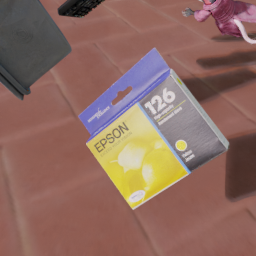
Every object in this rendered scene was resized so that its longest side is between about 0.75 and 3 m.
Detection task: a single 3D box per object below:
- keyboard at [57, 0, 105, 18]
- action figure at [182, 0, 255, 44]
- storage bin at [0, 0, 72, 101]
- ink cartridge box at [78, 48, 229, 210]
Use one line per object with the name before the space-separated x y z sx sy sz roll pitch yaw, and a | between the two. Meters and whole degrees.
keyboard | -0.419 -3.820 7.439 2.904 0.373 1.744 -24 12 28
action figure | 2.784 -3.351 8.221 2.465 1.651 1.836 11 47 -38
storage bin | -2.594 -2.247 6.317 1.720 2.561 1.864 -34 45 1
ink cartridge box | 0.271 0.057 4.749 2.002 1.978 0.470 52 23 2
